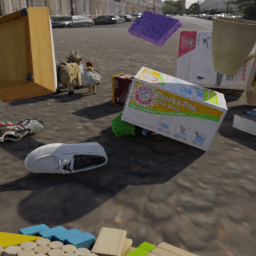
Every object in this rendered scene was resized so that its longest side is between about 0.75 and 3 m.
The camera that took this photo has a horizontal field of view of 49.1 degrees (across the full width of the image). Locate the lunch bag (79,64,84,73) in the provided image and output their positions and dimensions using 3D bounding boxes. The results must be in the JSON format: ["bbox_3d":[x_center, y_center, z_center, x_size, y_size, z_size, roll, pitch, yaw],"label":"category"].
[{"bbox_3d":[-2.680,-2.917,13.821,0.712,0.510,0.836,10,20,20],"label":"lunch bag"}]

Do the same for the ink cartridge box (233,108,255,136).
[{"bbox_3d":[3.920,0.049,7.086,1.099,0.433,2.210,-14,28,-31],"label":"ink cartridge box"}]

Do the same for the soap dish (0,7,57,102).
[{"bbox_3d":[-2.217,-1.504,5.747,1.385,1.760,0.715,-6,-3,22],"label":"soap dish"}]

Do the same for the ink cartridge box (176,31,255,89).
[{"bbox_3d":[3.412,-2.679,11.017,2.806,2.056,1.162,6,6,15],"label":"ink cartridge box"}]

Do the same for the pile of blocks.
[{"bbox_3d":[-0.517,1.669,2.979,2.772,0.861,1.138,7,4,8],"label":"pile of blocks"}]

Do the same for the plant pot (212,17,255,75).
[{"bbox_3d":[2.525,-1.974,6.827,1.152,1.230,1.152,4,28,-2],"label":"plant pot"}]

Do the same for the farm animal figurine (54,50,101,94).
[{"bbox_3d":[-2.487,-2.356,11.310,2.787,1.453,2.756,-2,23,-4],"label":"farm animal figurine"}]

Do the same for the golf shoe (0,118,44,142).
[{"bbox_3d":[-2.721,0.091,7.118,1.187,0.458,0.523,-9,51,-26],"label":"golf shoe"}]

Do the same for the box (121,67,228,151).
[{"bbox_3d":[1.091,-0.523,6.805,2.195,1.112,1.235,20,27,5],"label":"box"}]

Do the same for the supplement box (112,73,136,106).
[{"bbox_3d":[0.010,-1.294,9.516,0.954,0.941,0.633,16,28,33],"label":"supplement box"}]

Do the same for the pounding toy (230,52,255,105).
[{"bbox_3d":[4.475,-2.012,9.207,2.618,2.300,1.198,14,-14,29],"label":"pounding toy"}]

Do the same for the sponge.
[{"bbox_3d":[0.762,-3.022,8.432,0.901,0.241,1.615,-48,47,-3],"label":"sponge"}]

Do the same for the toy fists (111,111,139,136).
[{"bbox_3d":[-0.001,-0.140,7.456,0.697,0.470,1.368,9,24,15],"label":"toy fists"}]

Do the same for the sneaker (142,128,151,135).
[{"bbox_3d":[0.698,-0.180,7.541,0.542,0.463,1.307,5,22,22],"label":"sneaker"}]

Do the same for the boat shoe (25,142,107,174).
[{"bbox_3d":[-1.189,0.667,5.586,1.608,0.579,0.551,0,21,-25],"label":"boat shoe"}]
